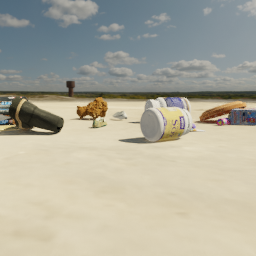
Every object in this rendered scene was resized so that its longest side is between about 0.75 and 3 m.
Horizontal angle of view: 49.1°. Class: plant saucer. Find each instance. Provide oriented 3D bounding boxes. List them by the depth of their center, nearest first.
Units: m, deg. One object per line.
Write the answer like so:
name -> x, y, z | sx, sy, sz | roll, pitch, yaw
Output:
plant saucer -> 4.590, -0.853, 13.694 | 2.267, 0.366, 2.267 | -16, -7, -2

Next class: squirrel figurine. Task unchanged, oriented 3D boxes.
squirrel figurine -> -1.967, -1.014, 15.186 | 1.565, 1.186, 1.677 | -11, 7, -24

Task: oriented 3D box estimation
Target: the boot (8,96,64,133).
boot -> -3.097, -0.191, 10.217 | 1.786, 1.000, 2.582 | 21, -6, -3

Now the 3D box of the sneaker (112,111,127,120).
sneaker -> -0.447, -0.612, 14.798 | 0.410, 0.432, 1.072 | -49, 25, -22

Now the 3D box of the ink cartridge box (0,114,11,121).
ink cartridge box -> -5.720, -0.702, 9.143 | 2.275, 0.799, 2.799 | -12, -12, 28

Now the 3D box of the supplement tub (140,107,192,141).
supplement tub -> 1.137, -0.134, 8.270 | 1.333, 0.969, 0.969 | -5, 9, -33

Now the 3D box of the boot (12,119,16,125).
boot -> -3.837, -0.375, 11.798 | 1.377, 0.599, 1.656 | 0, 3, 18

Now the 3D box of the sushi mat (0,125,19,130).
sushi mat -> -5.081, 0.040, 10.447 | 1.827, 0.111, 0.874 | -5, 9, -39

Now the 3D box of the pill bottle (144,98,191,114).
pill bottle -> 1.907, -0.884, 13.624 | 2.060, 1.192, 1.192 | -2, 7, -24

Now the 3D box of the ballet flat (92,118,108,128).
ballet flat -> -1.145, -0.238, 11.623 | 0.421, 0.421, 1.192 | 2, 7, 17

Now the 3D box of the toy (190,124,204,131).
toy -> 2.152, -0.034, 10.321 | 1.247, 0.294, 0.718 | -2, 8, -19

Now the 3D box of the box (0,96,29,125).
box -> -5.825, -0.810, 12.826 | 2.692, 0.619, 2.140 | -4, 27, -32

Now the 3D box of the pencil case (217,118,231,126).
pencil case -> 4.205, -0.286, 12.284 | 0.351, 0.351, 0.795 | 6, 8, 40

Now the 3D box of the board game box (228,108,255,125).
board game box -> 5.620, -0.555, 12.862 | 2.332, 0.720, 2.333 | 0, 7, -4
